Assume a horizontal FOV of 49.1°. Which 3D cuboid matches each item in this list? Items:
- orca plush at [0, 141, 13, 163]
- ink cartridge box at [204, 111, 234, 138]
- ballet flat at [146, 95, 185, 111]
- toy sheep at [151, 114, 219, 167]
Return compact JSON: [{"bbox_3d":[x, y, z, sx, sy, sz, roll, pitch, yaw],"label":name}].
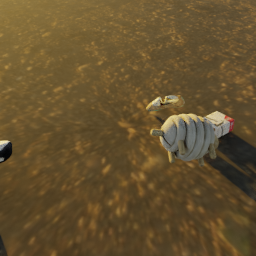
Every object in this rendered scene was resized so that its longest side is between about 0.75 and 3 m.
[{"bbox_3d":[-3.159,0.770,5.601,1.820,0.647,0.957,-17,15,-13],"label":"orca plush"},{"bbox_3d":[2.168,-0.061,7.017,0.787,0.326,0.577,-23,39,-28],"label":"ink cartridge box"},{"bbox_3d":[0.999,-0.718,7.681,1.065,0.348,0.375,-10,43,14],"label":"ballet flat"},{"bbox_3d":[1.215,0.208,5.846,1.584,1.092,1.092,11,32,-24],"label":"toy sheep"}]
